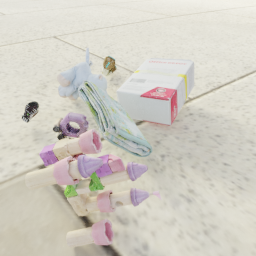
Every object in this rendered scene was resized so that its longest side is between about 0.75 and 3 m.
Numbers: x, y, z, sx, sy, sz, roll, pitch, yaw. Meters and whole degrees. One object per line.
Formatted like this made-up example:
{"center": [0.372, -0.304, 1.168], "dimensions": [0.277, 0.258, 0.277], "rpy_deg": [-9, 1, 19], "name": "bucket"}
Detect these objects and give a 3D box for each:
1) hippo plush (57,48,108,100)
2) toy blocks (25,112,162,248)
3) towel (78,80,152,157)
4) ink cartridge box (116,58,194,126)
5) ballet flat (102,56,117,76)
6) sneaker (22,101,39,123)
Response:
{"center": [-1.421, -1.527, 10.088], "dimensions": [1.516, 1.502, 1.886], "rpy_deg": [33, 66, 23], "name": "hippo plush"}
{"center": [-0.497, 0.826, 5.583], "dimensions": [1.832, 2.034, 2.177], "rpy_deg": [-17, 28, 13], "name": "toy blocks"}
{"center": [-0.292, -0.208, 7.355], "dimensions": [0.514, 2.134, 1.827], "rpy_deg": [-38, 57, 12], "name": "towel"}
{"center": [1.061, -1.367, 9.708], "dimensions": [1.878, 1.079, 2.588], "rpy_deg": [11, 42, 26], "name": "ink cartridge box"}
{"center": [-0.850, -2.588, 12.082], "dimensions": [0.636, 0.678, 1.876], "rpy_deg": [31, 0, -6], "name": "ballet flat"}
{"center": [-2.999, -0.623, 8.894], "dimensions": [0.375, 0.991, 0.572], "rpy_deg": [43, 38, -9], "name": "sneaker"}
